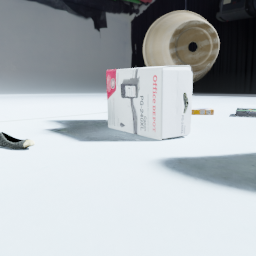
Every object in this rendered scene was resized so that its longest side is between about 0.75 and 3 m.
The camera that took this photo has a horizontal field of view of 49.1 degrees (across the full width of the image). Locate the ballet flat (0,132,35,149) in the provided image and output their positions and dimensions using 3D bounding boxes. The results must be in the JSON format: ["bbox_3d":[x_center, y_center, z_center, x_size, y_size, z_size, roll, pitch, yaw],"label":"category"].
[{"bbox_3d":[-2.707,0.301,6.685,1.180,0.335,0.392,4,10,27],"label":"ballet flat"}]

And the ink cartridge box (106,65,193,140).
[{"bbox_3d":[0.538,-0.852,8.615,1.147,1.997,2.750,-8,12,-35],"label":"ink cartridge box"}]

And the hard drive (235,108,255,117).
[{"bbox_3d":[5.911,-0.765,13.696,1.165,0.315,1.667,4,9,23],"label":"hard drive"}]

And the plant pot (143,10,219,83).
[{"bbox_3d":[2.126,-3.005,10.519,2.987,2.987,2.592,0,13,-1],"label":"plant pot"}]

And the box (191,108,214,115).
[{"bbox_3d":[3.555,-0.862,14.381,1.528,0.317,0.910,3,9,4],"label":"box"}]
